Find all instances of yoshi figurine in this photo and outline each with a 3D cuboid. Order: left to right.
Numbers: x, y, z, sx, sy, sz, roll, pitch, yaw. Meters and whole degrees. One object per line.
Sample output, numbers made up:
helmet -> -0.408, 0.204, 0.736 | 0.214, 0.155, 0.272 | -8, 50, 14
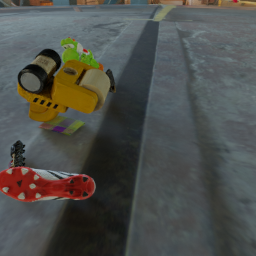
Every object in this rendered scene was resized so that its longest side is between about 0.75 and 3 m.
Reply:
yoshi figurine -> -2.095, -2.849, 12.120 | 1.306, 2.323, 1.301 | -41, 53, 9

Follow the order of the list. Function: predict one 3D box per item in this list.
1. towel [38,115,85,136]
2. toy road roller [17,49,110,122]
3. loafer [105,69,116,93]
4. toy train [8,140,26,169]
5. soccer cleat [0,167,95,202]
towel -> -2.128, -0.106, 8.991 | 1.276, 0.145, 0.917 | 11, 30, 18
toy road roller -> -2.078, -1.070, 8.845 | 2.704, 1.974, 1.661 | 19, 38, -5
loafer -> -0.647, -1.791, 10.708 | 0.426, 1.179, 0.429 | 31, 68, 16
toy train -> -2.764, 0.876, 6.920 | 0.396, 0.295, 1.728 | -33, 36, 2
soccer cleat -> -1.673, 1.196, 5.831 | 1.968, 0.675, 0.838 | 4, -15, -10
